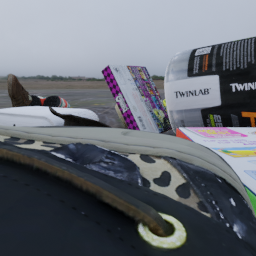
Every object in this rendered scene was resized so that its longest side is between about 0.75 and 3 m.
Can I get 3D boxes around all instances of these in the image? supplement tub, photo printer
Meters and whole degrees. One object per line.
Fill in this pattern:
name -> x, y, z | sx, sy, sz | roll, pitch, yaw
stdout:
supplement tub -> 2.233, -0.665, 4.773 | 2.881, 1.765, 1.765 | -4, 6, 30
photo printer -> -1.595, -0.078, 5.648 | 1.806, 0.627, 1.503 | 5, 10, 26

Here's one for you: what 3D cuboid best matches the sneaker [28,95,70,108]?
sneaker -> -3.138, -0.874, 11.001 | 1.934, 0.681, 0.904 | 1, -11, 30

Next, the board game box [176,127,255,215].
board game box -> 1.676, 0.454, 2.694 | 2.001, 0.527, 2.615 | 0, 9, 0

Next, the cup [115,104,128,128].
cup -> 0.190, -0.471, 7.060 | 0.861, 1.204, 1.204 | -28, 8, 5

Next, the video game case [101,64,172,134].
video game case -> 0.271, -0.552, 5.758 | 0.281, 1.570, 1.423 | -30, -7, 34

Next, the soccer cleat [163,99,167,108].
soccer cleat -> 1.058, -0.597, 8.840 | 0.483, 0.625, 1.495 | 6, 11, 33

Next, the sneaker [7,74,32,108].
sneaker -> -3.238, -1.013, 8.490 | 0.620, 0.578, 1.641 | -4, -34, -15

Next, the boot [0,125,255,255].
boot -> -0.936, 0.577, 0.466 | 2.894, 1.044, 2.185 | 0, 12, 3

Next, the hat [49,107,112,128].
hat -> -0.693, 0.151, 4.340 | 1.353, 0.546, 1.353 | 20, -6, 2
